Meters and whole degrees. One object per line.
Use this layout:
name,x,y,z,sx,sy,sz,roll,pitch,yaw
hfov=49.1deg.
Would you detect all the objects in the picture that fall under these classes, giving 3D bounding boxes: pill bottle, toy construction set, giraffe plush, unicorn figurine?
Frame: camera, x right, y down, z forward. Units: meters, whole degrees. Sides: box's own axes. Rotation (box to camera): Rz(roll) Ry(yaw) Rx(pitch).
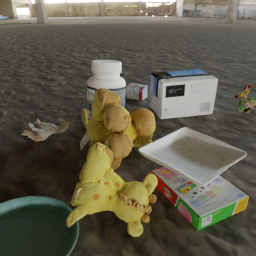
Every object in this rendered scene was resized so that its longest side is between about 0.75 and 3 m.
pill bottle,-0.857,-1.352,11.173,1.529,2.557,1.529,2,20,-1
toy construction set,5.411,-1.300,13.122,1.177,1.277,1.532,-25,13,-19
giraffe plush,-0.299,1.533,6.757,1.826,1.943,2.252,19,15,-8
unicorn figurine,-3.134,0.022,10.870,1.238,0.666,1.803,19,45,15
giraffe plush,-0.060,0.118,9.347,2.351,2.502,2.900,-3,-11,-29

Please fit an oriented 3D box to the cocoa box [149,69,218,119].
cocoa box,2.418,-1.601,12.760,2.585,1.724,1.696,-7,27,-13

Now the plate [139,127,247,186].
plate,1.922,0.828,8.409,2.362,0.383,2.368,-21,33,-38

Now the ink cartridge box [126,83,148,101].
ink cartridge box,0.457,-1.890,14.560,0.935,0.676,0.679,12,29,23

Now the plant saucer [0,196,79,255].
plant saucer,-2.318,2.457,6.023,2.536,0.456,2.536,0,26,0

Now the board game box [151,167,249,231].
board game box,1.866,1.657,7.656,1.626,0.429,2.125,-13,29,-24
